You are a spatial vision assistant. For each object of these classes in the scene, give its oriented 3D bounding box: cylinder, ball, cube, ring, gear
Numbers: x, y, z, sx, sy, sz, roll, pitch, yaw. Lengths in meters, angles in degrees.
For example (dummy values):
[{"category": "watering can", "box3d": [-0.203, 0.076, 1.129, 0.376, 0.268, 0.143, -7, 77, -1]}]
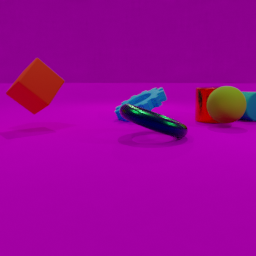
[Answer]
[{"category": "cylinder", "box3d": [3.012, -0.848, 9.994, 1.198, 1.198, 1.198, -1, 11, 0]}, {"category": "ball", "box3d": [3.061, -0.719, 8.738, 1.166, 1.166, 1.166, 0, 10, 0]}, {"category": "cylinder", "box3d": [4.336, -0.802, 10.196, 1.013, 1.013, 1.013, -4, 9, -21]}, {"category": "cube", "box3d": [-2.784, -1.229, 8.447, 1.057, 1.057, 1.057, 41, -37, -25]}, {"category": "ring", "box3d": [0.670, -0.200, 7.354, 1.863, 0.373, 1.863, 19, 7, -2]}, {"category": "gear", "box3d": [0.458, -0.892, 10.332, 1.941, 0.359, 1.941, -24, 17, 8]}]
